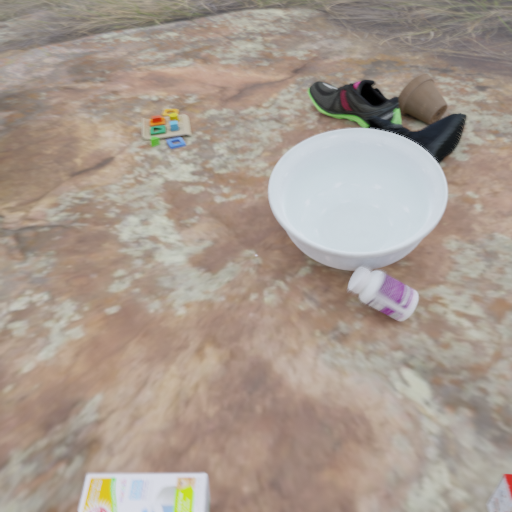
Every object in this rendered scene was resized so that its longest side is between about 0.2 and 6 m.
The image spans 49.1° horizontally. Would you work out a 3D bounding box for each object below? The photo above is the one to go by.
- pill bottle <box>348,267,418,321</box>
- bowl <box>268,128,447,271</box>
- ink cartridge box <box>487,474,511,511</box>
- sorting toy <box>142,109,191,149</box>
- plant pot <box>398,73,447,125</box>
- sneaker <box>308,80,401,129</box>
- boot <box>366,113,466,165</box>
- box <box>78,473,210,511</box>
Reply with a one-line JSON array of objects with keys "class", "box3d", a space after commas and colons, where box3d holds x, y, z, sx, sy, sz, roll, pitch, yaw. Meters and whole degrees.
[{"class": "pill bottle", "box3d": [2.058, 0.594, 9.149, 1.040, 0.584, 0.584, 29, 40, -8]}, {"class": "bowl", "box3d": [1.796, -0.820, 10.270, 3.110, 1.398, 3.110, -3, 51, 4]}, {"class": "ink cartridge box", "box3d": [3.557, 3.344, 5.953, 1.566, 0.748, 1.784, 2, 39, 1]}, {"class": "sorting toy", "box3d": [-2.338, -3.414, 14.502, 1.227, 0.297, 2.180, -6, 40, -7]}, {"class": "plant pot", "box3d": [4.448, -4.027, 14.762, 1.173, 1.173, 1.023, -28, 65, -30]}, {"class": "sneaker", "box3d": [2.616, -4.136, 14.674, 2.829, 1.185, 1.086, 30, 48, 31]}, {"class": "boot", "box3d": [3.715, -2.984, 13.469, 2.017, 0.917, 2.401, 26, 49, 27]}, {"class": "box", "box3d": [-1.265, 3.013, 6.374, 1.409, 0.714, 0.793, 0, 38, 0]}]
